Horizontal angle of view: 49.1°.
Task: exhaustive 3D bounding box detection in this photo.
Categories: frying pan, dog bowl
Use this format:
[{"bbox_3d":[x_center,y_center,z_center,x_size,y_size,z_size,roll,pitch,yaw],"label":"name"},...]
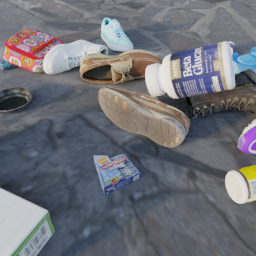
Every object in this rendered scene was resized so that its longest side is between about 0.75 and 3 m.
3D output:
[{"bbox_3d":[-4.065,-0.688,8.720,2.237,0.364,1.353,-29,47,-28],"label":"frying pan"},{"bbox_3d":[4.913,-2.528,10.807,2.222,0.551,1.238,-19,43,-23],"label":"dog bowl"}]

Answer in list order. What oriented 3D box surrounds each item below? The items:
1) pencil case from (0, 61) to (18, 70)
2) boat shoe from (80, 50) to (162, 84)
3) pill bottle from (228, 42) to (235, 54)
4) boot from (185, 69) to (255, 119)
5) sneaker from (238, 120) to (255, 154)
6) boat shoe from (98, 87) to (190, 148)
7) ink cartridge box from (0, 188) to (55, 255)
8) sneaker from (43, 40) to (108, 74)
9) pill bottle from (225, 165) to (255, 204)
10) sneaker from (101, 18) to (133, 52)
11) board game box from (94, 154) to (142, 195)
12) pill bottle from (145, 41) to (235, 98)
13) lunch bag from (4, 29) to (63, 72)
[{"bbox_3d":[-4.580,-2.537,10.969,0.828,0.353,0.383,-21,61,-24],"label":"pencil case"},{"bbox_3d":[-0.279,-2.004,9.849,2.954,1.119,1.060,-3,42,11],"label":"boat shoe"},{"bbox_3d":[4.284,-3.354,11.894,0.449,0.449,0.776,16,42,18],"label":"pill bottle"},{"bbox_3d":[3.034,-0.682,8.435,2.415,0.960,2.774,-15,44,-4],"label":"boot"},{"bbox_3d":[4.257,0.389,6.888,2.869,0.997,1.427,-6,40,-8],"label":"sneaker"},{"bbox_3d":[0.436,-0.442,7.969,2.852,1.080,1.024,30,44,19],"label":"boat shoe"},{"bbox_3d":[-2.850,1.807,5.347,2.536,0.752,1.316,18,42,20],"label":"ink cartridge box"},{"bbox_3d":[-1.849,-2.695,10.685,1.518,0.968,2.626,19,42,26],"label":"sneaker"},{"bbox_3d":[2.901,1.166,6.160,1.333,0.728,0.728,-10,40,-13],"label":"pill bottle"},{"bbox_3d":[-0.588,-4.223,12.486,0.935,1.037,2.531,-22,44,-23],"label":"sneaker"},{"bbox_3d":[-0.358,0.966,6.730,1.017,0.314,1.016,-22,46,-24],"label":"board game box"},{"bbox_3d":[1.590,-1.417,7.287,2.131,1.184,1.184,-8,35,25],"label":"pill bottle"},{"bbox_3d":[-3.528,-2.994,10.973,1.904,0.886,2.162,23,37,-2],"label":"lunch bag"}]
